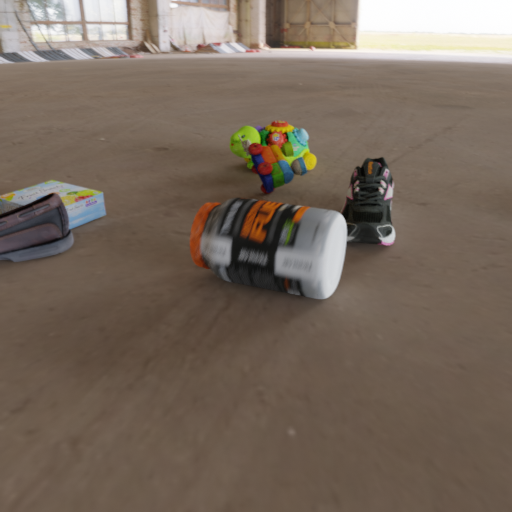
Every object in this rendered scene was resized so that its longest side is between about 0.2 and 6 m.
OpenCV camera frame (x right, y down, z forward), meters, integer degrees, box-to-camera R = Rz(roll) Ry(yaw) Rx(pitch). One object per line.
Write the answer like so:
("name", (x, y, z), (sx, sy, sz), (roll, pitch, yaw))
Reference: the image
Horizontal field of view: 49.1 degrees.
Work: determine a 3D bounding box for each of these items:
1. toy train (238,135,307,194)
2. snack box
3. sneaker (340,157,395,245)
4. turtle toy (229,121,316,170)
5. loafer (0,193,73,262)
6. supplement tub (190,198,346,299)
("toy train", (0.397, -2.590, 14.052), (1.189, 0.870, 2.056), (-19, 56, -6))
("snack box", (-4.442, -1.080, 12.164), (1.758, 0.595, 1.482), (14, 29, 30))
("sneaker", (2.280, -1.247, 11.653), (1.237, 1.329, 3.079), (2, 25, 9))
("turtle toy", (0.408, -3.077, 15.673), (2.548, 1.288, 1.857), (-15, 29, -30))
("loafer", (-5.145, -0.397, 10.050), (3.503, 1.103, 1.259), (-13, 27, -25))
("supplement tub", (0.193, -0.174, 9.180), (2.339, 1.433, 1.433), (10, 26, 20))
